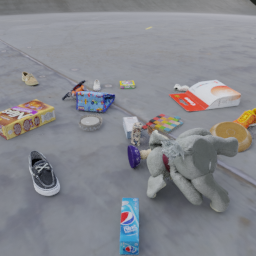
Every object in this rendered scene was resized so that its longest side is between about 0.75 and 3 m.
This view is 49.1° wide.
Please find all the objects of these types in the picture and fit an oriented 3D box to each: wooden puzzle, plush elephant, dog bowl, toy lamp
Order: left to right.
[{"bbox_3d":[-1.520,-0.199,11.289,1.010,0.296,1.010,-1,29,0],"label":"dog bowl"},{"bbox_3d":[1.488,-0.191,11.439,1.115,0.132,1.880,23,36,35],"label":"wooden puzzle"},{"bbox_3d":[1.429,0.707,9.151,2.850,0.830,0.830,-7,30,-12],"label":"toy lamp"},{"bbox_3d":[1.420,0.999,7.717,2.560,2.108,1.982,22,-21,-25],"label":"plush elephant"}]

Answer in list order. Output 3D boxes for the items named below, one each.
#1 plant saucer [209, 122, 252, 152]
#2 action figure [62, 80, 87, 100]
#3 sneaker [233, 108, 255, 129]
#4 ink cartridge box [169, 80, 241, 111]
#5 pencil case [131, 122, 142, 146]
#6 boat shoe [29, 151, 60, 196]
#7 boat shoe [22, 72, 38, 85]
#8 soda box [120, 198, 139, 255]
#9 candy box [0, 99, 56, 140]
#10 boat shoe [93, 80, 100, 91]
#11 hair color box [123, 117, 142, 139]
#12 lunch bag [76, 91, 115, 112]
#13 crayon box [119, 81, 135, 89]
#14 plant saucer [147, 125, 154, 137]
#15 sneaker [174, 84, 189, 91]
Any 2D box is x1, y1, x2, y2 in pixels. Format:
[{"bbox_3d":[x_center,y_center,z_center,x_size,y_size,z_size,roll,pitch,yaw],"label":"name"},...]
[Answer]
[{"bbox_3d":[3.696,0.229,10.108,1.510,0.267,1.510,-4,44,4],"label":"plant saucer"},{"bbox_3d":[-2.471,-1.620,13.489,1.462,0.765,1.414,-40,9,3],"label":"action figure"},{"bbox_3d":[4.574,-0.322,11.070,1.929,0.744,0.704,-25,39,-35],"label":"sneaker"},{"bbox_3d":[3.636,-1.631,13.537,2.700,0.677,2.190,-5,29,-15],"label":"ink cartridge box"},{"bbox_3d":[0.323,0.200,9.991,0.381,0.852,0.332,28,41,30],"label":"pencil case"},{"bbox_3d":[-2.531,1.263,8.275,0.664,0.628,1.852,-15,32,-25],"label":"boat shoe"},{"bbox_3d":[-5.569,-2.801,15.797,0.570,0.513,1.580,-22,35,-34],"label":"boat shoe"},{"bbox_3d":[0.044,2.273,6.616,0.429,0.454,1.338,0,29,1],"label":"soda box"},{"bbox_3d":[-4.246,-0.405,11.325,1.312,0.635,2.249,23,38,34],"label":"candy box"},{"bbox_3d":[-1.674,-2.329,15.090,0.373,0.367,1.052,-2,29,-3],"label":"boat shoe"},{"bbox_3d":[0.153,-0.030,10.925,0.569,0.348,1.149,-4,30,-7],"label":"hair color box"},{"bbox_3d":[-1.448,-1.367,13.114,1.349,0.843,1.791,6,17,13],"label":"lunch bag"},{"bbox_3d":[-0.050,-2.361,15.293,0.794,0.231,0.685,-2,30,-4],"label":"crayon box"},{"bbox_3d":[0.976,0.356,9.715,0.194,1.060,1.060,-40,31,7],"label":"plant saucer"},{"bbox_3d":[2.816,-2.053,14.707,0.873,0.328,0.354,16,44,33],"label":"sneaker"}]
